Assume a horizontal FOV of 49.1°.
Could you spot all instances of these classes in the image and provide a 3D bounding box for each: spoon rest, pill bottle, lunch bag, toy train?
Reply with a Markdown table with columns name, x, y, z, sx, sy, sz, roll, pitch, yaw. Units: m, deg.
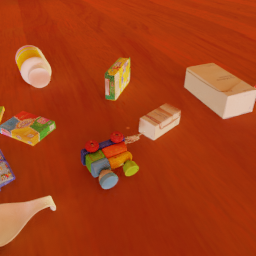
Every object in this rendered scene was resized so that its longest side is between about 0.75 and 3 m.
| name | x | y | z | sx | sy | sz | roll | pitch | yaw |
| --- | --- | --- | --- | --- | --- | --- | --- | --- | --- |
| spoon rest | -2.658 | 2.123 | 6.754 | 1.936 | 0.587 | 0.962 | -19 | 67 | -37 |
| pill bottle | -4.487 | -2.909 | 13.374 | 1.361 | 1.361 | 2.610 | -16 | 39 | -21 |
| lunch bag | -4.096 | 1.329 | 8.221 | 1.122 | 0.701 | 1.491 | -24 | 54 | -32 |
| toy train | -0.104 | 0.857 | 8.562 | 2.389 | 1.011 | 1.382 | -19 | 50 | -25 |

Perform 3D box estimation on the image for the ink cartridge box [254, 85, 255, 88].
| name | x | y | z | sx | sy | sz | roll | pitch | yaw |
| --- | --- | --- | --- | --- | --- | --- | --- | --- | --- |
| ink cartridge box | 6.930 | -1.467 | 11.394 | 2.277 | 0.704 | 2.808 | -31 | 64 | -36 |

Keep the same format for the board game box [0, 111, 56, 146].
| name | x | y | z | sx | sy | sz | roll | pitch | yaw |
| --- | --- | --- | --- | --- | --- | --- | --- | --- | --- |
| board game box | -3.672 | -0.024 | 10.251 | 1.590 | 0.321 | 1.217 | 17 | 39 | 22 |

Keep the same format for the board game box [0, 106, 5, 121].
| name | x | y | z | sx | sy | sz | roll | pitch | yaw |
| --- | --- | --- | --- | --- | --- | --- | --- | --- | --- |
| board game box | -5.289 | -0.336 | 10.784 | 0.737 | 0.231 | 1.543 | -6 | 34 | -7 |

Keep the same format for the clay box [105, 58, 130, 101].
| name | x | y | z | sx | sy | sz | roll | pitch | yaw |
| --- | --- | --- | --- | --- | --- | --- | --- | --- | --- |
| clay box | -0.422 | -2.298 | 12.626 | 0.513 | 1.239 | 2.156 | 11 | 37 | 14 |

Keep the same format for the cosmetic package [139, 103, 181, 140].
| name | x | y | z | sx | sy | sz | roll | pitch | yaw |
| --- | --- | --- | --- | --- | --- | --- | --- | --- | --- |
| cosmetic package | 1.178 | -0.260 | 10.288 | 0.770 | 0.650 | 1.490 | 31 | 46 | 32 |

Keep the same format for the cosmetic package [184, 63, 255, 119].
| name | x | y | z | sx | sy | sz | roll | pitch | yaw |
| --- | --- | --- | --- | --- | --- | --- | --- | --- | --- |
| cosmetic package | 3.821 | -1.683 | 11.936 | 1.507 | 1.064 | 2.912 | -14 | 37 | -19 |
